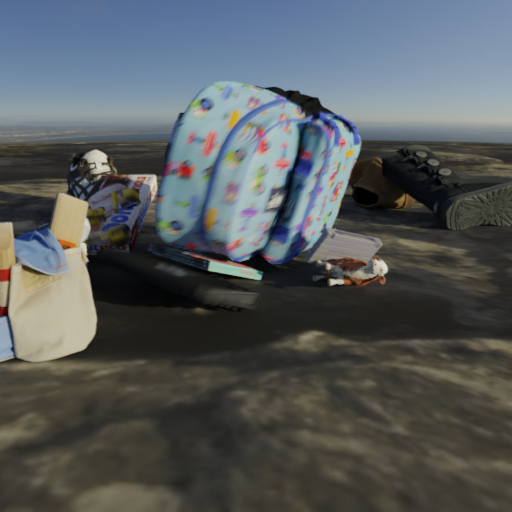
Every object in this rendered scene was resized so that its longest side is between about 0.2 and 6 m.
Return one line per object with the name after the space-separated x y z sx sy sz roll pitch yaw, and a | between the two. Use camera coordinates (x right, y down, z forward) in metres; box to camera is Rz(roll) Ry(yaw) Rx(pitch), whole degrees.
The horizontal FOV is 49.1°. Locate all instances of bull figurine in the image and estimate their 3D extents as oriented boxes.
1.334 0.227 8.101 0.789 0.423 1.300 -2 -2 -11 | bull figurine

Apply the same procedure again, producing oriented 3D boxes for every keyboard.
-1.041 0.335 7.870 2.429 0.312 1.459 17 6 42 | keyboard

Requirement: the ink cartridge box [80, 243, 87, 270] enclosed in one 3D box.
-2.973 0.191 8.371 0.834 0.479 1.424 -3 14 -15 | ink cartridge box

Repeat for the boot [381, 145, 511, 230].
4.764 -1.770 13.453 2.525 1.006 3.064 -5 29 -16 | boot

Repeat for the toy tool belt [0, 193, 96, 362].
-3.015 0.258 5.795 2.694 1.656 1.682 -10 18 -35 | toy tool belt

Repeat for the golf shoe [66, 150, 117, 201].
-3.981 -1.827 14.043 1.279 1.555 3.290 -11 21 -39 | golf shoe

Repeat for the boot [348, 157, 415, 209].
3.098 -2.032 15.701 1.240 1.210 3.288 -9 19 -11 | boot

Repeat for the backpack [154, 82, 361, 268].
-0.023 -1.204 8.797 2.138 2.901 3.178 27 20 20 | backpack

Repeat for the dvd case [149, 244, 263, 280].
-0.803 0.087 8.781 1.530 0.168 1.117 16 3 44 | dvd case

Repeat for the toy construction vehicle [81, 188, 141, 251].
-2.581 -0.654 9.760 1.149 1.001 0.405 -17 -27 11 | toy construction vehicle

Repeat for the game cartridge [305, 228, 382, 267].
1.340 -0.079 8.649 1.058 0.686 0.203 10 46 -30 | game cartridge

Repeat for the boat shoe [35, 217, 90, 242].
-3.260 -0.415 9.222 0.585 0.553 1.632 16 -30 -39 | boat shoe

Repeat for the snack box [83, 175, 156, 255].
-2.934 -0.938 11.548 1.282 0.433 3.565 0 26 -2 | snack box
